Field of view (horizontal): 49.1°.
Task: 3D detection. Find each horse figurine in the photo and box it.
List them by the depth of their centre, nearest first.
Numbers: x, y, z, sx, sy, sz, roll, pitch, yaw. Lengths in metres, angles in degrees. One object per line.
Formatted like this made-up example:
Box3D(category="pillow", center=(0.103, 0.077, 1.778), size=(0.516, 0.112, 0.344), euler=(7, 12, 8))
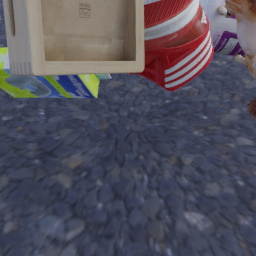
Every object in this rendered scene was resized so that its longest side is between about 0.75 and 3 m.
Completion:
Box3D(category="horse figurine", center=(1.876, -1.399, 4.198), size=(0.723, 2.896, 1.920), euler=(-22, 16, 14))

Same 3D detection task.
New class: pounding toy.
Box3D(category="pounding toy", center=(-0.375, -0.931, 2.053), size=(0.970, 1.054, 0.749), euler=(-10, 14, -35))

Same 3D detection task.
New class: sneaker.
Box3D(category="sneaker", center=(-0.207, -0.892, 3.467), size=(2.528, 1.460, 0.990), euler=(8, 69, 35))

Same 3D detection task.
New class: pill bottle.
Box3D(category="pill bottle", center=(2.958, -2.210, 5.727), size=(2.995, 1.681, 1.681), euler=(11, 42, 0))

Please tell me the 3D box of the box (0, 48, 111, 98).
Box3D(category="box", center=(-1.457, -0.974, 5.061), size=(2.048, 1.249, 0.488), euler=(1, 73, 13))
